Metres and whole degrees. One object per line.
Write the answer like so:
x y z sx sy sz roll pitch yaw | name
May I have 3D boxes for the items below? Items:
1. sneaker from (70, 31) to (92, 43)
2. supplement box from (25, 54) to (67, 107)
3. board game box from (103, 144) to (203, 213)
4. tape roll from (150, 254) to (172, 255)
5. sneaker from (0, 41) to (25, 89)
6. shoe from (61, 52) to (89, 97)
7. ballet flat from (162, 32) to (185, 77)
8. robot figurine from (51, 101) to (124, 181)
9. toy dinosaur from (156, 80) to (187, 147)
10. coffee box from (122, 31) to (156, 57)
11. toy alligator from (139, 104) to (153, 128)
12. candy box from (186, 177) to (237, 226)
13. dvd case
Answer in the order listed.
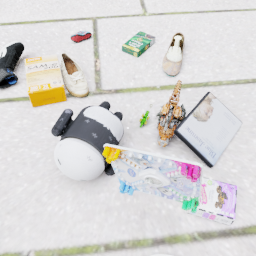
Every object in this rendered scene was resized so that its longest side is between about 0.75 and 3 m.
-2.180 -4.166 12.736 1.017 0.403 0.486 -20 42 -26 | sneaker
-3.093 -1.817 10.460 1.276 0.745 2.025 -13 51 -11 | supplement box
0.569 1.180 6.210 2.039 2.039 0.264 11 56 19 | board game box
0.768 3.854 5.938 2.214 0.405 2.214 0 49 0 | tape roll
-4.576 -2.365 10.949 1.324 0.864 2.366 27 63 17 | sneaker
-2.136 -2.065 10.750 0.809 0.617 2.313 -20 54 -16 | shoe
1.915 -3.148 11.534 0.822 0.812 2.414 10 51 5 | ballet flat
-1.076 0.362 8.158 1.859 1.544 2.475 15 51 18 | robot figurine
1.422 -0.420 8.840 1.035 1.375 2.026 36 100 10 | toy dinosaur
0.483 -3.706 12.328 0.892 0.319 1.450 29 56 22 | coffee box
0.597 -0.404 9.442 0.263 0.241 0.887 27 84 -4 | toy alligator
2.249 1.921 7.540 1.201 0.429 1.007 13 51 11 | candy box
2.599 -0.022 8.918 1.580 0.194 2.214 44 60 1 | dvd case
